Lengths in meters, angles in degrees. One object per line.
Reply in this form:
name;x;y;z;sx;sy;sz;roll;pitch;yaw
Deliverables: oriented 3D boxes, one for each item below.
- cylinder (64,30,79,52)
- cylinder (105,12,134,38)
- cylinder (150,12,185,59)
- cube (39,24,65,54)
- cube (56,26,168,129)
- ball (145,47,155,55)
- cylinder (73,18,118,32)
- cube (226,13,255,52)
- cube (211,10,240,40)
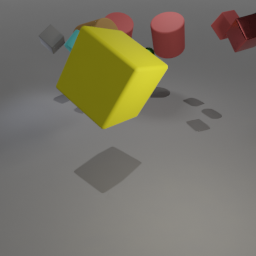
cylinder;-1.815;-3.040;10.107;0.700;0.700;0.700;32;83;43
cylinder;-0.505;-4.480;13.340;1.400;1.400;1.400;3;63;-6
cylinder;1.737;-3.988;12.086;1.400;1.400;1.400;-6;56;9
cube;-3.046;-3.558;11.261;0.700;0.700;0.700;-48;2;-11
cube;-0.316;-1.051;5.733;1.400;1.400;1.400;41;29;15
ball;1.082;-3.936;14.927;0.700;0.700;0.700;0;29;0
cylinder;-1.281;-3.577;11.286;1.400;1.400;1.400;4;25;41
cube;3.350;-2.694;7.952;0.700;0.700;0.700;-18;-12;-9
cube;3.635;-3.771;10.257;0.700;0.700;0.700;-22;77;-29
